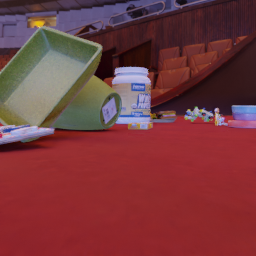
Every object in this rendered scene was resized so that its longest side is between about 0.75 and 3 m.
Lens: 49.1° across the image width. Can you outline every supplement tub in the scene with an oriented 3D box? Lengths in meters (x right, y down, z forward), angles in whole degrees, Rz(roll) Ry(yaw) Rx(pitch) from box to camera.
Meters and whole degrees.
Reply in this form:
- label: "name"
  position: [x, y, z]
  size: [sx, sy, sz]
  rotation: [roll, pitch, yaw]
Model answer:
- label: "supplement tub"
  position: [0.173, -1.636, 14.610]
  size: [2.022, 2.796, 2.022]
  rotation: [0, 3, 0]

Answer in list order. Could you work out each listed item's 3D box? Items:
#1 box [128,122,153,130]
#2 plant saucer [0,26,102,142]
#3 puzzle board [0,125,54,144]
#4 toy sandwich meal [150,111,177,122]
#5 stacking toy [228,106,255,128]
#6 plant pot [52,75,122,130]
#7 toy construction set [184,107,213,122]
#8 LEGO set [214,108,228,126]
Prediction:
- label: "box"
  position: [0.488, -0.090, 10.376]
  size: [0.717, 0.250, 1.205]
  rotation: [1, 5, 14]
- label: "plant saucer"
  position: [-2.136, -1.125, 6.983]
  size: [2.721, 2.717, 0.652]
  rotation: [29, -12, 37]
- label: "puzzle board"
  position: [-2.549, 0.157, 4.852]
  size: [2.032, 0.177, 1.532]
  rotation: [-12, 11, -41]
- label: "toy sandwich meal"
  position: [1.992, -0.684, 16.647]
  size: [1.925, 0.659, 1.925]
  rotation: [0, 3, 0]
- label: "stacking toy"
  position: [5.604, -0.667, 11.549]
  size: [2.958, 1.249, 2.677]
  rotation: [1, 4, 7]
- label: "plant pot"
  position: [-1.626, -0.901, 9.577]
  size: [2.637, 2.468, 2.468]
  rotation: [19, 12, 28]
- label: "toy construction set"
  position: [3.920, -0.637, 14.995]
  size: [1.595, 0.735, 1.046]
  rotation: [8, -28, -30]
- label: "LEGO set"
  position: [4.267, -0.418, 12.805]
  size: [0.485, 0.599, 1.303]
  rotation: [5, 27, 6]
